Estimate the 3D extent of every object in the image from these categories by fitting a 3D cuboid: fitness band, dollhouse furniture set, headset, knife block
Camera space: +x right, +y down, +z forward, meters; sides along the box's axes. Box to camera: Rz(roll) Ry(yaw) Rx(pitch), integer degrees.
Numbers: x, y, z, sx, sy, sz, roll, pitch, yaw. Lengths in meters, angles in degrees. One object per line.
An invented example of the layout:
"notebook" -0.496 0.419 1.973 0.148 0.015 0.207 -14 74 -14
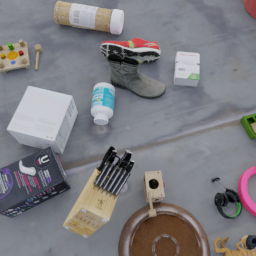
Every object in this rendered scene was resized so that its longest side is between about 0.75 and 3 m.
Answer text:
"fitness band" 4.881 2.090 9.051 2.516 0.471 1.807 5 66 3
"dollhouse furniture set" 5.189 0.292 9.167 1.340 1.749 2.669 -17 66 -9
"headset" 3.101 2.242 9.016 0.833 0.634 1.349 -14 77 -23
"knife block" -0.760 1.699 7.962 0.793 2.477 2.175 30 46 -8

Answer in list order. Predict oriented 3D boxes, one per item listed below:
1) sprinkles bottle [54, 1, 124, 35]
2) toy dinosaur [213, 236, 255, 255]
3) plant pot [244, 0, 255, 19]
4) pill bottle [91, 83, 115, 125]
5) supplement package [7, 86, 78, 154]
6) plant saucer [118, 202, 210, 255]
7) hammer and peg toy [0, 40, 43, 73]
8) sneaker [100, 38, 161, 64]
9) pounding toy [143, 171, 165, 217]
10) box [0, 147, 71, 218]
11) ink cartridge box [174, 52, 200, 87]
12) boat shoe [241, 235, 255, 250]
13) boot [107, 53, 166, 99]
"sprinkles bottle" -1.636 -4.693 11.888 2.850 0.973 0.973 12 66 5
"toy dinosaur" 2.886 3.777 8.096 2.086 0.630 1.108 -33 46 6
"plant pot" 6.336 -6.078 11.641 2.932 2.594 2.932 0 65 -1
"pill bottle" -0.918 -0.859 10.220 0.803 0.803 1.450 2 65 1
"supplement package" -2.853 -0.260 9.683 1.648 1.267 1.723 14 66 6
"plant saucer" 1.103 3.621 8.370 2.809 0.451 2.809 0 65 -1
"hammer and peg toy" -4.358 -2.912 11.267 1.763 0.622 1.297 -12 66 -5
"sneaker" 0.100 -3.202 11.373 2.427 0.934 1.030 4 56 -7
"pounding toy" 0.868 2.042 8.669 0.615 1.181 1.345 -5 65 -2
"box" -3.083 1.717 8.850 2.120 1.124 1.296 -25 68 -11
"ink cartridge box" 2.318 -2.326 11.046 0.918 0.530 1.257 7 65 3
"boat shoe" 4.362 3.609 8.292 1.862 0.579 0.695 14 64 5
"boot" 0.317 -1.903 10.316 2.300 1.502 0.779 16 66 7
